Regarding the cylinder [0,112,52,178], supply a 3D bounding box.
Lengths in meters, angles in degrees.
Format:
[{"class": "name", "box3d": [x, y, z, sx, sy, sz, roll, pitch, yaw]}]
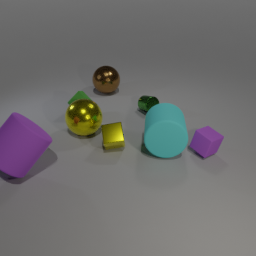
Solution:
[{"class": "cylinder", "box3d": [-3.210, 0.493, 8.232, 1.400, 1.400, 1.400, -52, 44, -3]}]

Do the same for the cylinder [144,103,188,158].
[{"class": "cylinder", "box3d": [1.259, 0.057, 9.465, 1.400, 1.400, 1.400, 2, 29, 4]}]

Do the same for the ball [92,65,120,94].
[{"class": "ball", "box3d": [-1.092, -2.429, 14.087, 1.400, 1.400, 1.400, 0, 29, 0]}]

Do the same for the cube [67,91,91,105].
[{"class": "cube", "box3d": [-1.981, -1.076, 11.769, 0.700, 0.700, 0.700, 45, 8, -2]}]

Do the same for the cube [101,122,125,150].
[{"class": "cube", "box3d": [-0.501, 0.280, 9.629, 0.700, 0.700, 0.700, -10, 68, -1]}]

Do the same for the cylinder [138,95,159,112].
[{"class": "cylinder", "box3d": [0.893, -1.052, 12.210, 0.700, 0.700, 0.700, -16, 18, -26]}]

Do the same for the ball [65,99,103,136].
[{"class": "ball", "box3d": [-1.652, -0.401, 10.512, 1.400, 1.400, 1.400, 0, 29, 0]}]

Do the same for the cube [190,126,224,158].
[{"class": "cube", "box3d": [2.628, 0.451, 9.373, 0.700, 0.700, 0.700, -15, 43, -37]}]
